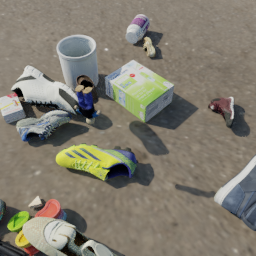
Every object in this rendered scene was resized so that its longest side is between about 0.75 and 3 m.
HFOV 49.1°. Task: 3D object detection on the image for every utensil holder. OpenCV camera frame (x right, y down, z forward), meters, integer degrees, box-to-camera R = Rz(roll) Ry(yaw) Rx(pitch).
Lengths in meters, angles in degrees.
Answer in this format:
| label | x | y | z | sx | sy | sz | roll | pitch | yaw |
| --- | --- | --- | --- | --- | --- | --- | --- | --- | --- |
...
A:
| label | x | y | z | sx | sy | sz | roll | pitch | yaw |
| --- | --- | --- | --- | --- | --- | --- | --- | --- | --- |
| utensil holder | -1.740 | -2.293 | 10.127 | 1.356 | 1.596 | 1.356 | -1 | 51 | 1 |

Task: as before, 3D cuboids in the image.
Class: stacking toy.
| label | x | y | z | sx | sy | sz | roll | pitch | yaw |
| --- | --- | --- | --- | --- | --- | --- | --- | --- | --- |
| stacking toy | -2.290 | 2.452 | 7.129 | 1.219 | 0.569 | 1.347 | 12 | 43 | 43 |

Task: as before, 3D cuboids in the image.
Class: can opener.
| label | x | y | z | sx | sy | sz | roll | pitch | yaw |
| --- | --- | --- | --- | --- | --- | --- | --- | --- | --- |
| can opener | -3.004 | 2.900 | 6.750 | 1.166 | 0.458 | 0.370 | 13 | 13 | 7 |

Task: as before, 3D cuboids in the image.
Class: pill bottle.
| label | x | y | z | sx | sy | sz | roll | pitch | yaw |
| --- | --- | --- | --- | --- | --- | --- | --- | --- | --- |
| pill bottle | 0.406 | -4.340 | 12.343 | 0.770 | 0.770 | 1.372 | 17 | 53 | 14 |

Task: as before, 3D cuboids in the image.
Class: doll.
| label | x | y | z | sx | sy | sz | roll | pitch | yaw |
| --- | --- | --- | --- | --- | --- | --- | --- | --- | --- |
| doll | -0.926 | -0.474 | 6.478 | 0.710 | 1.040 | 0.252 | 15 | 48 | 17 |

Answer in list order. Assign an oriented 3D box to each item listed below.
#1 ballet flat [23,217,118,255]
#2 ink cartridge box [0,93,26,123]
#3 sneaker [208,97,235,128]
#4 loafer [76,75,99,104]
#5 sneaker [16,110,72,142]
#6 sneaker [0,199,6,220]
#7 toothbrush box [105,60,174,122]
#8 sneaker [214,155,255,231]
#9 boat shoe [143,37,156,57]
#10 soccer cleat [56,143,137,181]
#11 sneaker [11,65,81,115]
| label | x | y | z | sx | sy | sz | roll | pitch | yaw |
| --- | --- | --- | --- | --- | --- | --- | --- | --- | --- |
| ballet flat | -1.121 | 2.605 | 6.264 | 2.583 | 0.805 | 0.871 | 29 | 34 | 2 |
| ink cartridge box | -3.991 | -0.691 | 9.596 | 0.682 | 0.392 | 0.939 | -23 | 54 | -18 |
| sneaker | 3.121 | -0.545 | 9.456 | 0.841 | 0.551 | 1.457 | 8 | 41 | 13 |
| loafer | -1.175 | -1.234 | 8.130 | 0.521 | 0.506 | 1.427 | -19 | 41 | -15 |
| sneaker | -2.616 | 0.009 | 8.958 | 1.755 | 0.676 | 0.748 | -18 | 63 | -5 |
| sneaker | -4.207 | 2.150 | 6.829 | 2.246 | 1.073 | 0.891 | -12 | 52 | -10 |
| toothbrush box | 0.382 | -1.337 | 9.830 | 1.447 | 0.856 | 1.987 | -37 | 58 | -26 |
| sneaker | 3.669 | 1.642 | 7.264 | 2.336 | 0.888 | 1.688 | -39 | 49 | -16 |
| boat shoe | 0.819 | -3.424 | 11.837 | 0.376 | 0.417 | 1.157 | -12 | 57 | -11 |
| soccer cleat | -0.923 | 1.017 | 7.971 | 2.338 | 0.756 | 0.978 | 1 | 52 | 0 |
| sneaker | -2.733 | -1.045 | 9.624 | 2.992 | 1.103 | 1.197 | 27 | 69 | 26 |
